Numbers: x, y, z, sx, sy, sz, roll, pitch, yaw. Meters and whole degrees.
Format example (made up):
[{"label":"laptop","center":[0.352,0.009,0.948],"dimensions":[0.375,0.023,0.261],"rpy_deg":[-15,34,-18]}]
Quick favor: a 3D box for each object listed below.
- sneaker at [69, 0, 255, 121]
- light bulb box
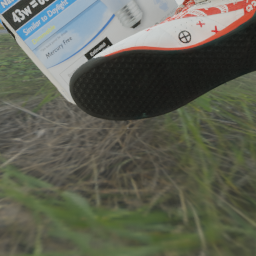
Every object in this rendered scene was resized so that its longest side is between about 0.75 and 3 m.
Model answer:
[{"label":"sneaker","center":[0.642,-1.061,3.655],"dimensions":[2.793,0.933,1.497],"rpy_deg":[-19,33,10]},{"label":"light bulb box","center":[-1.034,-2.543,5.805],"dimensions":[2.938,2.964,1.850],"rpy_deg":[-42,17,-8]}]
